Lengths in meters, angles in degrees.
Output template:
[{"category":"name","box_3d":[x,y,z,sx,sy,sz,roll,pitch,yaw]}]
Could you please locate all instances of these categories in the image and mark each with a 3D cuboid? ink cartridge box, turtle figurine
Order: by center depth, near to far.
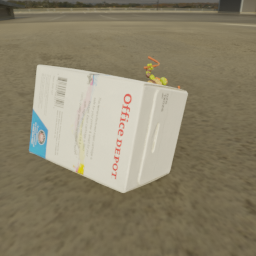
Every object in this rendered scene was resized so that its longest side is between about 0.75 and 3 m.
[{"category":"ink cartridge box","box_3d":[-0.445,-0.144,6.123,2.702,1.989,1.954,17,13,32]},{"category":"turtle figurine","box_3d":[0.814,-1.613,10.350,1.737,0.694,2.153,-23,75,-28]}]
